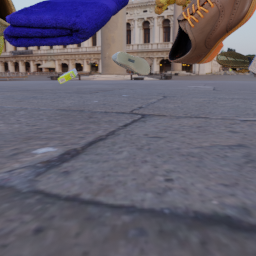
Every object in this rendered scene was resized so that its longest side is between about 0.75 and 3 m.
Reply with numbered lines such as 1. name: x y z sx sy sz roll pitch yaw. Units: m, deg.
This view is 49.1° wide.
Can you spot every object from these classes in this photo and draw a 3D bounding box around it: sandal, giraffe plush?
1. sandal: 3.502 -1.920 8.505 1.661 0.448 0.667 7 52 2
2. giraffe plush: 1.536 -4.246 9.107 1.026 1.265 1.091 19 -29 10

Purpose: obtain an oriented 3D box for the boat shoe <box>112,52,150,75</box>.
1. boat shoe: 0.143 -2.994 12.929 1.977 0.690 0.704 17 0 -34

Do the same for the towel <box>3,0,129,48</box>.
1. towel: -1.302 -2.694 6.416 2.042 0.685 2.765 2 38 19

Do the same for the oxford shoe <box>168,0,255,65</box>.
1. oxford shoe: 1.692 -2.318 5.719 1.074 1.051 2.947 -14 -27 -20

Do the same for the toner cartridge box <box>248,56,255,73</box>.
1. toner cartridge box: 3.674 -2.491 6.175 0.568 2.632 1.250 31 42 15

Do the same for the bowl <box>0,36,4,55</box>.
1. bowl: -4.665 -2.951 8.838 1.014 1.885 1.885 -13 3 32

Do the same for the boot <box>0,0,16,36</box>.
1. boot: -3.838 -3.530 7.083 0.876 2.431 1.880 -45 28 -15

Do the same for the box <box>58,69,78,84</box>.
1. box: -2.405 -2.090 11.259 0.653 0.255 1.071 -25 19 6
